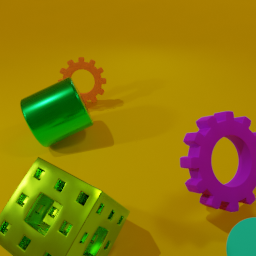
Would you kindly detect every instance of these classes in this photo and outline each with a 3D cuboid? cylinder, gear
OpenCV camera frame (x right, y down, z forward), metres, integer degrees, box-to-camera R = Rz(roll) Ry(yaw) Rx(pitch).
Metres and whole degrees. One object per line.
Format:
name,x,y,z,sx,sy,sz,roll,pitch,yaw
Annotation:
cylinder,-1.549,-0.350,6.227,1.194,1.194,1.194,-26,38,-4
gear,1.517,0.505,4.341,1.488,1.488,0.275,-17,2,-24
gear,-1.217,-1.245,7.497,1.247,1.247,0.231,-3,14,-5
cylinder,1.752,1.576,3.470,0.773,0.773,0.773,30,15,-37

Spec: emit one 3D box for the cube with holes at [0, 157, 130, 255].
cube with holes,-0.844,1.264,3.774,1.107,1.107,1.107,21,71,28
